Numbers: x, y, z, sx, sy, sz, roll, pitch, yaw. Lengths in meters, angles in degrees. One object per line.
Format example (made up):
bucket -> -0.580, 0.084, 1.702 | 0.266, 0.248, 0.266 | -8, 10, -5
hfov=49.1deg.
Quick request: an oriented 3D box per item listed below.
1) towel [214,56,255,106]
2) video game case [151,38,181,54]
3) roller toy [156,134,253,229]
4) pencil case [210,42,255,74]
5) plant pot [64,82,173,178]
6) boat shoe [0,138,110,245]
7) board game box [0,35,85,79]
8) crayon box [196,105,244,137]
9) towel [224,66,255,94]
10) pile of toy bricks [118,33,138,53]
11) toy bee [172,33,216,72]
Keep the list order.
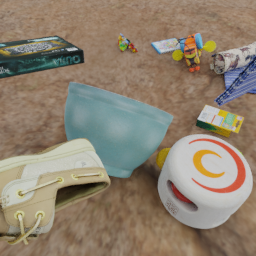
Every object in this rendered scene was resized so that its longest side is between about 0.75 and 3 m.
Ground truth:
towel -> 2.905, -1.381, 5.936 | 1.597, 2.206, 0.263 | -23, 69, -28
video game case -> 1.651, -3.433, 11.700 | 1.145, 0.102, 0.819 | -16, 49, -14
roller toy -> 1.640, 1.217, 6.354 | 2.021, 1.412, 1.843 | 10, 47, -2
pencil case -> 4.071, -2.602, 10.363 | 2.024, 0.788, 0.905 | -19, 20, -18
plant pot -> -0.423, 0.146, 6.813 | 2.615, 2.615, 1.752 | 19, 91, 17
boat shoe -> -1.237, 0.904, 3.513 | 0.901, 1.005, 2.715 | 47, 40, 16
board game box -> -1.397, -0.917, 3.576 | 1.417, 0.199, 0.958 | -17, 35, -26
crayon box -> 2.772, -0.193, 8.465 | 1.209, 0.312, 0.760 | 22, 50, 20
towel -> 4.055, -1.791, 10.124 | 1.129, 0.186, 1.559 | 6, 45, 8
pile of toy bricks -> -0.135, -3.366, 11.440 | 0.523, 0.588, 1.060 | -47, 67, 9
toy bee -> 2.343, -2.807, 10.551 | 1.567, 1.301, 2.394 | 0, 22, 45
